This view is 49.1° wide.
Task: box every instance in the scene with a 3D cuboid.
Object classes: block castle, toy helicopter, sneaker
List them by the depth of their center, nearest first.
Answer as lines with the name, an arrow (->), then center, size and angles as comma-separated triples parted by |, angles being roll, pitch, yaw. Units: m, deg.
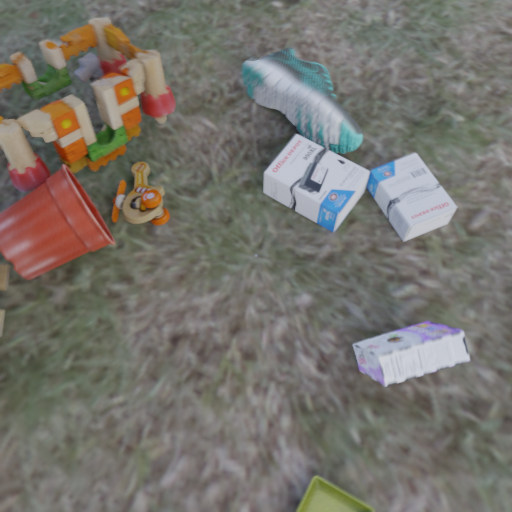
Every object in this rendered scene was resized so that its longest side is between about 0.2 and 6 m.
toy helicopter -> -1.940, -1.034, 9.147 | 0.891, 0.532, 1.347 | -14, 50, 3
block castle -> -3.081, -2.487, 9.372 | 3.104, 1.456, 2.074 | -37, 59, -24
sneaker -> 0.986, -2.861, 9.818 | 1.201, 1.021, 2.632 | -38, 68, -20

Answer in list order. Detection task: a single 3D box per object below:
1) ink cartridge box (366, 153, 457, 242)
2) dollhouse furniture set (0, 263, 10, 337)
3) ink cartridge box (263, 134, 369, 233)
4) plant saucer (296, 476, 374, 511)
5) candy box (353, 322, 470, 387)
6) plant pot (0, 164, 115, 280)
ink cartridge box -> 2.468, -0.944, 8.995 | 0.870, 0.502, 1.200 | -22, 63, -12
dollhouse furniture set -> -4.424, 0.950, 7.188 | 1.445, 1.906, 2.175 | 5, 86, 3
ink cartridge box -> 0.951, -1.196, 9.087 | 1.404, 0.591, 1.015 | 31, 65, 16
plant saucer -> 0.886, 3.263, 6.804 | 0.828, 0.199, 0.829 | 26, 63, 14
candy box -> 2.020, 1.276, 7.444 | 1.181, 0.990, 0.422 | -15, 93, -8
plant pot -> -3.057, -0.420, 8.308 | 1.354, 1.392, 1.392 | -31, 65, -7
